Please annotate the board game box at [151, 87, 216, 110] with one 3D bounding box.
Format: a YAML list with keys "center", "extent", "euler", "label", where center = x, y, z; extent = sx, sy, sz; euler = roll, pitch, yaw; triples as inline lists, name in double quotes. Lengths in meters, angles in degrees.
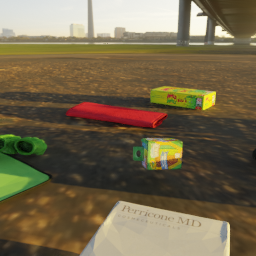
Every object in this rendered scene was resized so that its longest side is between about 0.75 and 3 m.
- center: [1.919, -1.090, 9.909]
  extent: [2.014, 0.480, 1.023]
  euler: [13, 22, 35]
  label: "board game box"

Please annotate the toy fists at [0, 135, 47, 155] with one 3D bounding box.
- center: [-2.146, 0.342, 5.489]
  extent: [1.103, 0.379, 0.562]
  euler: [4, 6, 11]
  label: "toy fists"

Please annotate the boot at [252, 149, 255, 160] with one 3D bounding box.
- center: [2.860, 0.507, 5.138]
  extent: [0.911, 0.337, 0.746]
  euler: [-15, 20, -22]
  label: "boot"

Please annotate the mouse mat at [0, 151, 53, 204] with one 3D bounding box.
- center: [-2.983, 0.819, 4.569]
  extent: [2.915, 0.110, 2.346]
  euler: [15, 22, 37]
  label: "mouse mat"

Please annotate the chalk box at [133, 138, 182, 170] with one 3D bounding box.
- center: [0.465, 0.422, 4.658]
  extent: [0.752, 0.469, 0.466]
  euler: [-1, 5, -11]
  label: "chalk box"

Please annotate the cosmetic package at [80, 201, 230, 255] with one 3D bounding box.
- center: [0.038, 1.365, 1.725]
  extent: [1.075, 0.783, 2.115]
  euler: [6, 20, 17]
  label: "cosmetic package"

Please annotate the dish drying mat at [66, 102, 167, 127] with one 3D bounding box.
- center: [-0.364, -0.379, 8.094]
  extent: [2.815, 0.256, 1.081]
  euler: [10, 21, 26]
  label: "dish drying mat"
